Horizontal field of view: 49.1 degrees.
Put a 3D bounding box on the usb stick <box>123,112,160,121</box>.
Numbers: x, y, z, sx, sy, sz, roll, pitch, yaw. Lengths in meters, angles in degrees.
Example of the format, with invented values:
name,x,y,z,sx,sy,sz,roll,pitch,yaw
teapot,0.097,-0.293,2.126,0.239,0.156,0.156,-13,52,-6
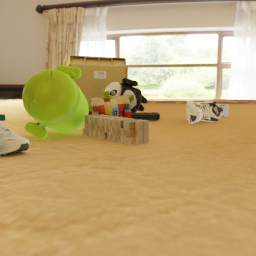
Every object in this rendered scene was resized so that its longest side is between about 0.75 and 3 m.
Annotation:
name,x,y,z,sx,sy,sz,roll,pitch,yaw
usb stick,0.147,-0.473,11.832,2.364,0.385,0.656,-1,4,-7

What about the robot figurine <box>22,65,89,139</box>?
name,x,y,z,sx,sy,sz,roll,pitch,yaw
robot figurine,-1.922,-0.673,7.698,1.429,2.168,2.471,27,-9,10

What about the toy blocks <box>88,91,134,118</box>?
name,x,y,z,sx,sy,sz,roll,pitch,yaw
toy blocks,-0.675,-0.741,11.207,2.038,1.018,1.393,-5,31,-5

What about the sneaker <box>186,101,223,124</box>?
name,x,y,z,sx,sy,sz,roll,pitch,yaw
sneaker,3.102,-0.674,11.171,1.458,0.894,2.241,-7,-4,9

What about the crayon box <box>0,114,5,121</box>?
name,x,y,z,sx,sy,sz,roll,pitch,yaw
crayon box,-5.784,-0.409,11.546,0.722,0.296,1.149,6,10,39

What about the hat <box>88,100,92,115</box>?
name,x,y,z,sx,sy,sz,roll,pitch,yaw
hat,-1.555,-0.523,12.921,1.379,1.213,1.142,20,-16,29

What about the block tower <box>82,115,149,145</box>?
name,x,y,z,sx,sy,sz,roll,pitch,yaw
block tower,-0.399,-0.003,7.377,0.575,0.616,2.130,-6,9,-42

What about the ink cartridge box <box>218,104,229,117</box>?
name,x,y,z,sx,sy,sz,roll,pitch,yaw
ink cartridge box,4.120,-0.876,13.895,1.422,0.600,1.038,7,10,43

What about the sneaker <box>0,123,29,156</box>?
name,x,y,z,sx,sy,sz,roll,pitch,yaw
sneaker,-2.796,0.094,5.804,1.728,0.808,0.608,3,8,27

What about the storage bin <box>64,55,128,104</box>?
name,x,y,z,sx,sy,sz,roll,pitch,yaw
storage bin,-1.623,-2.044,14.031,2.975,2.954,1.394,-3,11,-21

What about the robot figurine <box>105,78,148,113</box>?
name,x,y,z,sx,sy,sz,roll,pitch,yaw
robot figurine,-0.119,-1.319,12.456,1.926,1.447,1.202,16,-21,-20
